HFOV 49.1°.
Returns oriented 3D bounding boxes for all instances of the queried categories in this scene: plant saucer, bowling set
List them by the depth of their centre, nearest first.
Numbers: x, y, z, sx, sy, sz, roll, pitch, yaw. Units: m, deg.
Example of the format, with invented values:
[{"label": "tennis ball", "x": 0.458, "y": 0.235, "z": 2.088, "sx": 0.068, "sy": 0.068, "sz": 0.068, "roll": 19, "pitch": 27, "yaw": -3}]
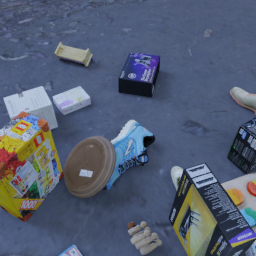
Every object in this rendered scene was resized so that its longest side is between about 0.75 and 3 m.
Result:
[{"label": "bowling set", "x": 0.394, "y": 2.832, "z": 7.683, "sx": 0.670, "sy": 1.248, "sz": 0.868, "roll": -28, "pitch": 50, "yaw": -3}, {"label": "plant saucer", "x": -1.324, "y": 1.194, "z": 9.097, "sx": 2.129, "sy": 0.314, "sz": 2.129, "roll": -18, "pitch": 55, "yaw": 28}]

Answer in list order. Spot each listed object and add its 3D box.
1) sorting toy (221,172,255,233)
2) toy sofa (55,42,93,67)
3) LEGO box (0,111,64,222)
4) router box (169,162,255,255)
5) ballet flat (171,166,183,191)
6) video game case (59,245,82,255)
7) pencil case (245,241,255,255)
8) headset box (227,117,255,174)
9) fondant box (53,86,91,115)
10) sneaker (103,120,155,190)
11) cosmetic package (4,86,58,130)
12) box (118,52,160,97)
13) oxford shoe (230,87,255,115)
[{"label": "sorting toy", "x": 3.886, "y": 2.338, "z": 8.759, "sx": 1.822, "sy": 0.359, "sz": 1.969, "roll": -15, "pitch": 48, "yaw": -14}, {"label": "toy sofa", "x": -2.760, "y": -3.706, "z": 14.414, "sx": 1.786, "sy": 0.871, "sz": 0.740, "roll": 17, "pitch": 73, "yaw": 15}, {"label": "LEGO box", "x": -3.085, "y": 1.180, "z": 8.281, "sx": 1.024, "sy": 2.653, "sz": 1.976, "roll": 21, "pitch": 50, "yaw": 19}, {"label": "router box", "x": 1.932, "y": 2.474, "z": 7.084, "sx": 0.676, "sy": 2.587, "sz": 2.034, "roll": -14, "pitch": 47, "yaw": -16}, {"label": "ballet flat", "x": 1.792, "y": 1.818, "z": 9.131, "sx": 0.581, "sy": 0.581, "sz": 1.672, "roll": -5, "pitch": 46, "yaw": -5}, {"label": "video game case", "x": -1.418, "y": 4.254, "z": 7.038, "sx": 1.525, "sy": 0.190, "sz": 2.131, "roll": -31, "pitch": 54, "yaw": -27}, {"label": "pencil case", "x": 4.062, "y": 3.250, "z": 7.590, "sx": 1.744, "sy": 0.791, "sz": 0.725, "roll": -2, "pitch": 43, "yaw": -3}, {"label": "headset box", "x": 4.641, "y": 0.378, "z": 9.686, "sx": 1.979, "sy": 1.723, "sz": 0.918, "roll": -25, "pitch": 51, "yaw": -22}, {"label": "fondant box", "x": -2.425, "y": -1.207, "z": 12.140, "sx": 1.339, "sy": 0.390, "sz": 0.966, "roll": -27, "pitch": 52, "yaw": -22}, {"label": "sneaker", "x": 0.018, "y": 0.912, "z": 9.603, "sx": 1.346, "sy": 1.173, "sz": 2.993, "roll": 23, "pitch": 51, "yaw": 17}, {"label": "cosmetic package", "x": -3.763, "y": -0.588, "z": 10.921, "sx": 1.551, "sy": 1.280, "sz": 1.279, "roll": -22, "pitch": 50, "yaw": -19}, {"label": "box", "x": 0.559, "y": -2.540, "z": 13.107, "sx": 1.576, "sy": 0.880, "sz": 2.232, "roll": 7, "pitch": 47, "yaw": 11}, {"label": "oxford shoe", "x": 5.338, "y": -1.220, "z": 11.843, "sx": 0.794, "sy": 0.828, "sz": 2.243, "roll": -29, "pitch": 53, "yaw": -25}]
